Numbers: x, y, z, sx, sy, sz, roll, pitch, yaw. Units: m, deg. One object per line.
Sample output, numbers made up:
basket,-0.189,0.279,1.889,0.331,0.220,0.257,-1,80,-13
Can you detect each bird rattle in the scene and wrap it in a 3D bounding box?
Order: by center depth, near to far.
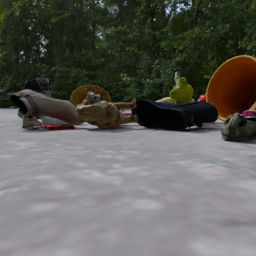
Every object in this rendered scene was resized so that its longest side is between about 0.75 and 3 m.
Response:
bird rattle,1.884,-0.879,10.644,2.305,1.593,2.828,-10,-2,22

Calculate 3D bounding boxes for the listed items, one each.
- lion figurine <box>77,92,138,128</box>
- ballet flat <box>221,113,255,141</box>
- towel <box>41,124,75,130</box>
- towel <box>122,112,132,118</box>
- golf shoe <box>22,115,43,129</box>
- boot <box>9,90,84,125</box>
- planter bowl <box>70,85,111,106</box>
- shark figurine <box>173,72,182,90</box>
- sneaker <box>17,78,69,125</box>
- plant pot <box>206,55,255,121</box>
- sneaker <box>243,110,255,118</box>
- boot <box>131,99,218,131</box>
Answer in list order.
lion figurine,-0.466,-0.407,8.878,1.669,0.988,2.726,-7,-10,9
ballet flat,2.600,-0.085,6.143,0.773,0.532,2.295,4,6,38
towel,-2.053,-0.042,8.151,0.753,0.117,1.041,-2,5,-30
towel,-0.223,-0.468,12.202,1.871,0.291,2.587,2,7,1
golf shoe,-2.824,-0.238,8.369,0.356,0.442,0.910,-1,6,11
boot,-2.431,-0.551,8.230,1.962,0.689,1.434,27,19,23
planter bowl,-1.885,-1.125,14.113,2.008,2.008,0.836,-1,-30,-11
shark figurine,2.095,-1.348,10.744,0.617,1.479,0.884,-16,50,-12
sneaker,-2.869,-0.994,10.076,2.739,1.559,1.034,8,10,24
plant pot,4.411,-1.123,10.074,2.116,2.311,2.311,15,-4,-32
sneaker,4.176,-0.312,8.147,0.709,0.654,1.607,-5,7,-25
boot,1.400,-0.441,8.454,1.788,0.813,2.129,-10,17,-43
